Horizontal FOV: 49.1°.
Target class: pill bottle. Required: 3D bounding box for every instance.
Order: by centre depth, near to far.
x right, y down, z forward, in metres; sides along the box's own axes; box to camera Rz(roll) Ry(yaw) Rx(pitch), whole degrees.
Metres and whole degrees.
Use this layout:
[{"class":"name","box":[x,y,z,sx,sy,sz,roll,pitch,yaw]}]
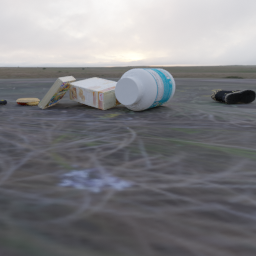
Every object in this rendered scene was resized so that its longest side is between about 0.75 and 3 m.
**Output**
[{"class":"pill bottle","box":[0.686,-1.612,11.552,1.658,1.658,2.993,7,14,30]}]

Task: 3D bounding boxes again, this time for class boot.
[{"class":"boot","box":[5.173,-1.574,13.809,1.838,0.673,1.384,-11,16,-20]}]

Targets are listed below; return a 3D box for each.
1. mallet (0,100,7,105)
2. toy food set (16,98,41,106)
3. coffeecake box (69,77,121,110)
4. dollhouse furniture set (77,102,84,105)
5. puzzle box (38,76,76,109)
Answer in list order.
[{"class":"mallet","box":[-6.218,-1.014,11.752,0.929,0.581,2.822,-3,7,7]},{"class":"toy food set","box":[-4.644,-1.232,13.085,1.079,0.262,1.068,-1,12,-3]},{"class":"coffeecake box","box":[-1.259,-1.564,12.296,2.144,0.783,1.646,19,29,36]},{"class":"dollhouse furniture set","box":[-2.044,-1.319,13.397,0.710,0.538,0.810,-11,39,-42]},{"class":"puzzle box","box":[-3.069,-1.612,12.362,0.283,1.482,2.227,39,12,-5]}]
